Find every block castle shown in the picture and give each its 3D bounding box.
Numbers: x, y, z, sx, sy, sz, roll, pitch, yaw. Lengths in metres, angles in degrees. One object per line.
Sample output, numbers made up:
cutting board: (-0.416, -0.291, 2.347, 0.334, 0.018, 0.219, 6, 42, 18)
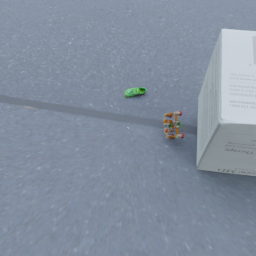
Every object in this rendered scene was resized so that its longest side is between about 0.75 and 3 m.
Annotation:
block castle: (1.344, -0.075, 8.081, 0.370, 0.789, 0.527, -1, -6, -41)

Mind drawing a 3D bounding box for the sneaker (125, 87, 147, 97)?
sneaker: (0.272, -1.312, 9.933, 0.827, 0.346, 0.306, -15, 87, -13)

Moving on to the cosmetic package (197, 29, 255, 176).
cosmetic package: (3.041, -0.404, 6.652, 2.374, 2.837, 2.359, 5, 64, 7)
